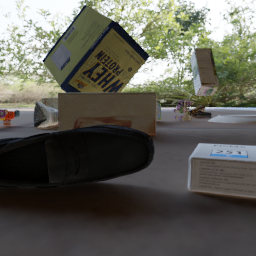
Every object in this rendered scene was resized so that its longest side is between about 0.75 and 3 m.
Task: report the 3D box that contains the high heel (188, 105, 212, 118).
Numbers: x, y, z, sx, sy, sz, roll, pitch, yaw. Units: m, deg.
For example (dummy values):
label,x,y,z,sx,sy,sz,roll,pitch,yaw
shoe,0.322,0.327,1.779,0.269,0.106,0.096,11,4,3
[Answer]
label,x,y,z,sx,sy,sz,roll,pitch,yaw
high heel,3.679,-0.966,15.629,1.318,0.660,1.849,5,13,-11

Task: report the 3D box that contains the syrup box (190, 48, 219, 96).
label,x,y,z,sx,sy,sz,roll,pitch,yaw
syrup box,2.627,-1.942,9.699,0.647,1.589,0.626,-2,-24,-4

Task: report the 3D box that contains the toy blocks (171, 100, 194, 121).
label,x,y,z,sx,sy,sz,roll,pitch,yaw
toy blocks,2.368,-0.823,12.774,0.868,0.963,1.031,12,13,36

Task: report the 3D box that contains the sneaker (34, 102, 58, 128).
label,x,y,z,sx,sy,sz,roll,pitch,yaw
sneaker,-2.706,-0.444,9.577,0.988,0.846,2.270,5,5,-16

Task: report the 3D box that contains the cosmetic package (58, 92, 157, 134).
label,x,y,z,sx,sy,sz,roll,pitch,yaw
cosmetic package,-0.476,-0.409,7.459,2.468,1.077,1.276,1,7,7

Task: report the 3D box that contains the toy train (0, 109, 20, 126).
label,x,y,z,sx,sy,sz,roll,pitch,yaw
toy train,-4.740,-0.304,9.000,2.437,0.678,1.831,1,3,-27

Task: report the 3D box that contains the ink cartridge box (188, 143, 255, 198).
label,x,y,z,sx,sy,sz,roll,pitch,yaw
ink cartridge box,1.533,0.372,2.882,1.612,0.360,1.421,2,7,21

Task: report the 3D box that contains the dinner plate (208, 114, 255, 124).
label,x,y,z,sx,sy,sz,roll,pitch,yaw
dinner plate,4.712,-0.394,11.814,2.588,0.314,2.588,-1,4,0

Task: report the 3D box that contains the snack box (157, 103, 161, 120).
label,x,y,z,sx,sy,sz,roll,pitch,yaw
snack box,0.035,-0.662,11.611,2.079,0.834,2.465,2,4,24

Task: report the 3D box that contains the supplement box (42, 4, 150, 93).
label,x,y,z,sx,sy,sz,roll,pitch,yaw
supplement box,-1.162,-2.306,9.337,1.708,2.544,2.541,33,11,-43

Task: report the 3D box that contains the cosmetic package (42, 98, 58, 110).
label,x,y,z,sx,sy,sz,roll,pitch,yaw
cosmetic package,-2.879,-0.803,12.066,2.008,1.039,0.734,4,7,44

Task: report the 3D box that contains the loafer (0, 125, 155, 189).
label,x,y,z,sx,sy,sz,roll,pitch,yaw
loafer,-0.595,0.310,2.630,1.706,0.579,0.599,-4,10,3
